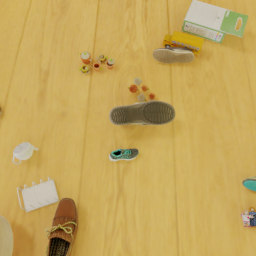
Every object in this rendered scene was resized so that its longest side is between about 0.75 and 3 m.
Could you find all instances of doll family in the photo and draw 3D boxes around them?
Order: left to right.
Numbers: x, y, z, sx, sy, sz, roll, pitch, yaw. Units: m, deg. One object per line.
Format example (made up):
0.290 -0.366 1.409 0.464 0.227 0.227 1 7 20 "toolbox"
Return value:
4.547 3.165 9.896 1.119 0.504 0.695 -1 72 19 "doll family"

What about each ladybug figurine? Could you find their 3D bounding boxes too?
-4.585 4.091 9.156 1.739 0.921 2.562 8 66 3 "ladybug figurine"

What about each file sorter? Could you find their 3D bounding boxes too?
-3.246 2.360 10.040 1.208 0.752 0.838 -18 67 -8 "file sorter"

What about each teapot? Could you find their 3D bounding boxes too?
-3.986 0.971 10.786 0.779 0.569 0.769 -12 35 14 "teapot"

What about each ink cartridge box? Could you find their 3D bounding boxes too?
4.090 -4.952 13.285 2.736 0.811 1.420 20 67 9 "ink cartridge box"

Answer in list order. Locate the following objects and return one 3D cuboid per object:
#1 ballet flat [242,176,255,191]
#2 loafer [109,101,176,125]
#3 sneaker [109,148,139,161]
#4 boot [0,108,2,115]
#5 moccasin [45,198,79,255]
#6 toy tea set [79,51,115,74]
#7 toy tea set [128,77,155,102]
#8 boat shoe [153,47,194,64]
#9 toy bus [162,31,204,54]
5.174 2.075 10.283 1.989 0.703 0.703 14 67 7 "ballet flat"
0.555 -0.596 11.172 2.645 0.903 1.001 -1 96 -7 "loafer"
-0.149 0.994 10.767 1.181 0.539 0.458 -12 67 -6 "sneaker"
-5.707 -0.664 11.709 0.819 0.296 0.682 -22 56 -8 "boot"
-2.254 3.617 9.315 0.943 0.995 2.577 12 66 2 "moccasin"
-1.417 -3.022 12.533 1.639 0.607 0.975 -8 66 -3 "toy tea set"
0.598 -1.568 12.000 1.265 0.468 0.752 46 106 -1 "toy tea set"
2.047 -3.335 12.684 1.863 0.670 0.604 3 41 3 "boat shoe"
2.523 -3.941 12.895 1.781 0.697 0.580 18 67 8 "toy bus"
